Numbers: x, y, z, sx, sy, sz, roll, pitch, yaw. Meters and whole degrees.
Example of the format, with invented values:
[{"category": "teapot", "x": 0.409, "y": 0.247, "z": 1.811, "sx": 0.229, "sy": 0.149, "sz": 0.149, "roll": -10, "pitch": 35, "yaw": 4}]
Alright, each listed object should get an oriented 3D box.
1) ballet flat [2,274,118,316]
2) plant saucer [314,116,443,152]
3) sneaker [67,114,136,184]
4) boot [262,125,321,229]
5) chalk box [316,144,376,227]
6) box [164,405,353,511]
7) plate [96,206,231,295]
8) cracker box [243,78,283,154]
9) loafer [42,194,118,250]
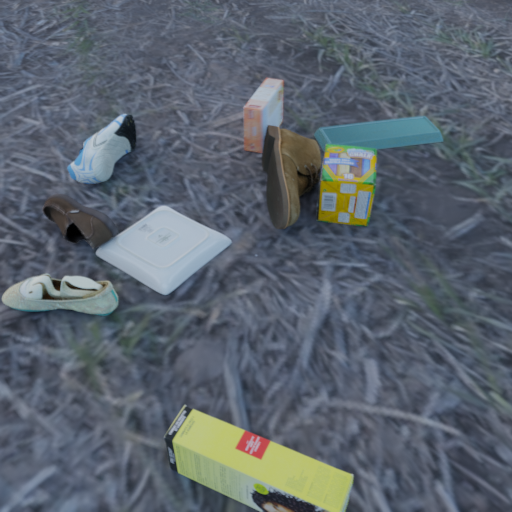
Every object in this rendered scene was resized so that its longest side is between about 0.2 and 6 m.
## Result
[{"category": "ballet flat", "x": -3.209, "y": 0.544, "z": 9.123, "sx": 1.964, "sy": 0.612, "sz": 0.663, "roll": 3, "pitch": 40, "yaw": 4}, {"category": "plant saucer", "x": 2.925, "y": -2.916, "z": 13.386, "sx": 2.938, "sy": 0.279, "sz": 1.027, "roll": -9, "pitch": 41, "yaw": -9}, {"category": "sneaker", "x": -3.330, "y": -2.447, "z": 12.387, "sx": 0.909, "sy": 0.902, "sz": 2.509, "roll": 5, "pitch": 38, "yaw": 12}, {"category": "boot", "x": 0.803, "y": -1.677, "z": 11.375, "sx": 1.236, "sy": 1.206, "sz": 3.276, "roll": 8, "pitch": 38, "yaw": -7}, {"category": "chalk box", "x": 1.822, "y": -1.529, "z": 11.179, "sx": 1.043, "sy": 1.048, "sz": 1.685, "roll": 7, "pitch": 43, "yaw": 8}, {"category": "box", "x": -0.004, "y": 2.567, "z": 6.651, "sx": 2.191, "sy": 0.825, "sz": 0.549, "roll": 17, "pitch": 43, "yaw": 20}, {"category": "plate", "x": -1.697, "y": -0.243, "z": 10.276, "sx": 1.834, "sy": 0.296, "sz": 1.830, "roll": 27, "pitch": 48, "yaw": 27}, {"category": "cracker box", "x": 0.189, "y": -3.316, "z": 13.178, "sx": 0.478, "sy": 1.110, "sz": 1.658, "roll": 12, "pitch": 42, "yaw": 14}, {"category": "loafer", "x": -3.407, "y": -0.629, "z": 10.358, "sx": 1.850, "sy": 0.676, "sz": 0.657, "roll": 18, "pitch": 57, "yaw": 34}]
